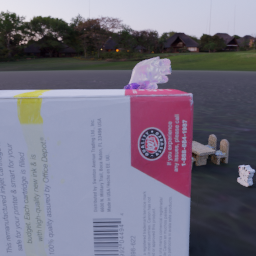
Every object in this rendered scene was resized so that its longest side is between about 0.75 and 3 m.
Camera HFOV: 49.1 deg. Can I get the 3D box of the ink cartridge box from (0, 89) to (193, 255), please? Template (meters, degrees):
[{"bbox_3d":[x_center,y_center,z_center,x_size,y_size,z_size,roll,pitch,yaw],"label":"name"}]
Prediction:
[{"bbox_3d":[-0.677,0.501,2.936,2.481,1.801,1.035,0,12,0],"label":"ink cartridge box"}]

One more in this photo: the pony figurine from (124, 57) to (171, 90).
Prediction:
[{"bbox_3d":[0.060,-0.648,7.723,2.663,2.218,2.571,-33,29,-35],"label":"pony figurine"}]

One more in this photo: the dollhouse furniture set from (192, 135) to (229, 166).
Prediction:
[{"bbox_3d":[1.324,0.234,5.965,1.121,0.850,1.279,-5,15,-21],"label":"dollhouse furniture set"}]

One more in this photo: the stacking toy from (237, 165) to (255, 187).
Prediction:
[{"bbox_3d":[2.679,0.875,4.501,1.101,0.343,1.461,-7,16,-25],"label":"stacking toy"}]
